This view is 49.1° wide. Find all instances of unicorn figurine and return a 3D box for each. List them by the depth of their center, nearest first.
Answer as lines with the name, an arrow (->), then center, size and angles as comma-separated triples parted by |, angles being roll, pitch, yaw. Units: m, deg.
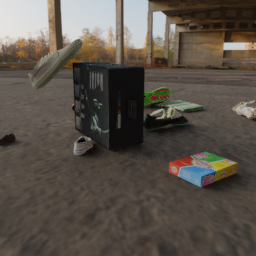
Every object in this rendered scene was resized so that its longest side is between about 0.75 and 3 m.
unicorn figurine -> 5.697, -0.798, 12.828 | 1.490, 0.801, 2.170 | -17, 6, -20

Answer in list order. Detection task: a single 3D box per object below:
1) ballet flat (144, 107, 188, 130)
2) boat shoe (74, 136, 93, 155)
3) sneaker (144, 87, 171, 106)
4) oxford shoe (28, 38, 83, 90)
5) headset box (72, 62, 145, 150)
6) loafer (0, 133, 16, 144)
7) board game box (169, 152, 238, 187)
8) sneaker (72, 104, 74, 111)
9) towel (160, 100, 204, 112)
ballet flat -> 1.577, -0.402, 11.144 | 2.175, 0.744, 0.740 | -10, 20, -32
boat shoe -> -1.349, 0.450, 8.663 | 0.444, 0.403, 1.208 | 1, 15, 5
sneaker -> 1.039, -1.595, 15.599 | 2.699, 1.036, 1.130 | -4, -14, -3
oxford shoe -> -2.691, -2.428, 10.163 | 2.520, 0.728, 0.947 | -39, 2, 13
headset box -> -0.695, -0.886, 9.476 | 1.352, 2.538, 2.915 | -9, 18, -31
loafer -> -4.085, 0.345, 9.309 | 0.274, 0.266, 0.750 | 7, 17, 23
board game box -> 1.867, 0.985, 6.946 | 1.358, 0.274, 1.039 | -11, 19, -34
sneaker -> -2.204, -1.159, 14.401 | 1.379, 0.485, 0.644 | -6, 22, -12
towel -> 2.847, -1.172, 15.003 | 1.519, 0.233, 1.992 | -10, 19, -31
